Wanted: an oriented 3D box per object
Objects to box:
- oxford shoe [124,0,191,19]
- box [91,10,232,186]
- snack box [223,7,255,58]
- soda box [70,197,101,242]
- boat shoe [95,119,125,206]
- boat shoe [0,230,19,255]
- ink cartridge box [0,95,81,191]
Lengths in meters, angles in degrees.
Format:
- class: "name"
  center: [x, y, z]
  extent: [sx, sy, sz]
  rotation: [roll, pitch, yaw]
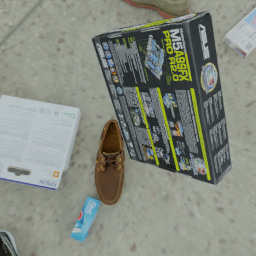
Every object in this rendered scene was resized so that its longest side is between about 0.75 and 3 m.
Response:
- class: "oxford shoe"
  center: [0.770, -4.646, 9.334]
  extent: [2.973, 1.112, 1.047]
  rotation: [24, 74, 8]
- class: "box"
  center: [0.629, -0.499, 5.386]
  extent: [0.643, 2.327, 2.905]
  rotation: [-34, 119, -34]
- class: "snack box"
  center: [4.434, -3.517, 9.386]
  extent: [2.689, 0.327, 0.967]
  rotation: [-42, 77, -12]
- class: "soda box"
  center: [-1.120, 2.426, 7.475]
  extent: [0.376, 0.355, 1.107]
  rotation: [21, 73, 6]
- class: "boat shoe"
  center: [-0.509, 0.897, 7.723]
  extent: [0.858, 0.805, 2.385]
  rotation: [2, 72, 1]
- class: "boat shoe"
  center: [-2.969, 3.546, 6.922]
  extent: [0.731, 0.719, 2.028]
  rotation: [-30, 75, -9]
- class: "ink cartridge box"
  center: [-2.789, 0.400, 8.043]
  extent: [2.440, 0.496, 2.445]
  rotation: [11, 73, 3]
